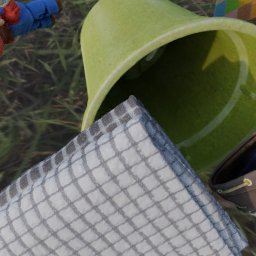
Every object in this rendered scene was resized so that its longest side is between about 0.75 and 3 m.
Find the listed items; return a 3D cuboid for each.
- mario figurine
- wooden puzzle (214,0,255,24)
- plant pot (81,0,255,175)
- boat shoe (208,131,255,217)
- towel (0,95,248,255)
[{"bbox_3d":[-2.783,-2.581,6.215,1.414,1.647,2.668,24,43,19],"label":"mario figurine"},{"bbox_3d":[2.230,-2.618,5.017,0.199,1.678,2.830,13,84,-24],"label":"wooden puzzle"},{"bbox_3d":[0.375,-0.886,4.404,2.729,2.729,2.509,-15,47,-10],"label":"plant pot"},{"bbox_3d":[1.838,0.093,3.012,0.755,2.537,0.911,24,42,-5],"label":"boat shoe"},{"bbox_3d":[0.009,1.186,3.237,2.099,2.535,1.085,-35,23,9],"label":"towel"}]
